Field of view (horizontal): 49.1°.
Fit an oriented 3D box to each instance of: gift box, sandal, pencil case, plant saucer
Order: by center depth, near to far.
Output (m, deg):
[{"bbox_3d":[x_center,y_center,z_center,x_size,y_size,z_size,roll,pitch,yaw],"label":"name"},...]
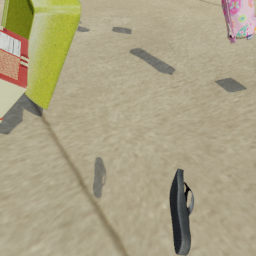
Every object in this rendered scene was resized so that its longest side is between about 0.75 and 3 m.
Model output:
[{"bbox_3d":[0.621,0.924,3.153,0.214,0.380,0.999,8,48,-5],"label":"sandal"},{"bbox_3d":[-2.035,-0.766,3.608,1.159,1.082,1.069,24,44,-36],"label":"gift box"},{"bbox_3d":[-2.106,-2.220,6.008,0.651,2.715,2.719,-6,57,-36],"label":"plant saucer"},{"bbox_3d":[2.659,-3.005,6.864,0.744,1.701,0.744,-16,18,5],"label":"pencil case"}]
